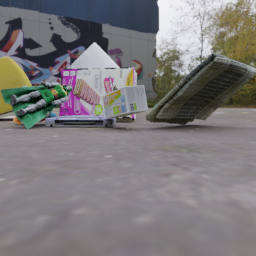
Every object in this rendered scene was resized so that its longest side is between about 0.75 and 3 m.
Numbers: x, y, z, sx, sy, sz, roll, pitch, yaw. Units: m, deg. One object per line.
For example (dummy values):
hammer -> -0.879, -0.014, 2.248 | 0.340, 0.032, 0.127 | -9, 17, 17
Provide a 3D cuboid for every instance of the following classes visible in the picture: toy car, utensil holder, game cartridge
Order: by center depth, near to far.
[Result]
game cartridge -> -1.464, -0.233, 9.107 | 2.065, 0.396, 1.338 | 0, 9, 2
toy car -> -3.424, -0.503, 9.655 | 1.345, 1.190, 1.240 | -35, -35, 15
utensil holder -> -1.360, -2.248, 13.238 | 2.368, 2.786, 2.368 | -39, 17, 15

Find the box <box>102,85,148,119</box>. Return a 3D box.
box -> -0.116, -0.715, 7.967 | 0.664, 0.737, 1.311 | -9, -1, -32

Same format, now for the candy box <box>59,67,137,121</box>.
candy box -> -1.189, -1.337, 11.317 | 3.000, 2.046, 0.915 | 0, -5, 10

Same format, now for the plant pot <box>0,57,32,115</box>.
plant pot -> -5.471, -1.832, 12.409 | 2.228, 2.294, 2.243 | -18, 9, -10

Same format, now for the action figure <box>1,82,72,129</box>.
action figure -> -2.565, -0.976, 8.743 | 0.627, 1.354, 2.293 | -30, 3, 38

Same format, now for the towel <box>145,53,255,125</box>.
towel -> 2.149, -0.908, 8.091 | 2.604, 0.467, 2.705 | -1, -33, -47
